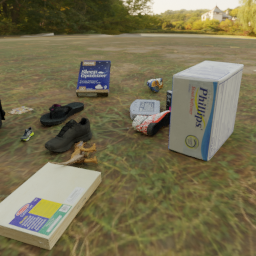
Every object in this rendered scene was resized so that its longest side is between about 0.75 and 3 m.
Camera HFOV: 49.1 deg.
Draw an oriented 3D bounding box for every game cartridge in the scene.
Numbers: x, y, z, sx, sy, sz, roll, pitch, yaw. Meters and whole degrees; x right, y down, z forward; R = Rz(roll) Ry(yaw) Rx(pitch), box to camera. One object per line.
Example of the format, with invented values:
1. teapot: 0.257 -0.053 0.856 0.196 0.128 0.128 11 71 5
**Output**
1. game cartridge: 0.806 -0.861 13.210 1.400 0.437 2.102 -1 23 8

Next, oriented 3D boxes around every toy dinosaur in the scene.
1. toy dinosaur: -1.594 0.941 8.956 1.137 0.646 2.140 -9 10 7

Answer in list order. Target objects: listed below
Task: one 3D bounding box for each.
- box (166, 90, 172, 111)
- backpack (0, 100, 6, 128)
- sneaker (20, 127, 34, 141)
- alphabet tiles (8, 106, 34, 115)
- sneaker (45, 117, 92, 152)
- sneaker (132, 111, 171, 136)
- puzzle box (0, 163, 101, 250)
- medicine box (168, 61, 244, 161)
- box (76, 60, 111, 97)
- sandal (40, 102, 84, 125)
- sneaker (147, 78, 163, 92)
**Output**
1. box: 2.547 -1.106 12.919 0.905 1.043 1.578 -11 26 -23
2. backpack: -5.790 -1.034 10.490 1.803 2.849 2.377 -8 26 -15
3. sneaker: -3.908 0.232 10.751 0.305 0.334 0.826 2 24 4
4. alphabet tiles: -5.244 -0.847 13.591 0.829 0.037 0.992 16 28 32
5. sneaker: -2.158 0.192 10.121 0.777 0.928 2.045 18 30 31
6. sneaker: 1.014 -0.356 11.662 1.083 0.675 2.021 18 32 30
7. puzzle box: -2.026 1.796 7.164 1.781 0.340 2.678 9 25 18
8. medicine box: 2.828 -0.773 10.058 1.543 2.731 2.998 16 28 32
9. box: -1.955 -3.070 16.342 1.813 0.485 2.992 0 54 1
10. sandal: -3.041 -0.852 12.803 1.049 0.668 2.792 9 25 21
11. sneaker: 1.492 -2.546 16.812 0.851 0.727 1.932 1 14 22
